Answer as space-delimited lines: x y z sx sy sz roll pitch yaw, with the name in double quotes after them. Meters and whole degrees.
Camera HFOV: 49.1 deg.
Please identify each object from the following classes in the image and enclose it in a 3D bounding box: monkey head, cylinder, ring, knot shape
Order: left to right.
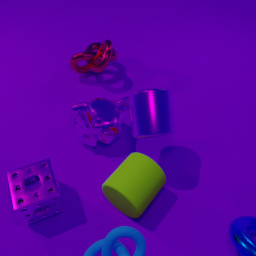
-0.771 -0.334 6.698 1.947 1.400 1.173 -12 45 21 "monkey head"
-0.898 -2.173 8.400 1.536 0.710 1.437 -10 28 33 "knot shape"
-0.143 2.052 4.472 1.074 0.496 1.005 33 86 31 "knot shape"
0.130 1.166 5.745 0.963 0.963 0.963 31 57 23 "cylinder"
0.487 -0.273 5.684 0.886 0.886 0.886 -5 86 -5 "cylinder"
2.568 2.095 4.865 1.628 0.326 1.628 16 14 -4 "ring"

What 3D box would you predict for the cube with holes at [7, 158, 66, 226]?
-1.818 1.283 5.624 0.834 0.834 0.834 -18 56 -16 "cube with holes"
